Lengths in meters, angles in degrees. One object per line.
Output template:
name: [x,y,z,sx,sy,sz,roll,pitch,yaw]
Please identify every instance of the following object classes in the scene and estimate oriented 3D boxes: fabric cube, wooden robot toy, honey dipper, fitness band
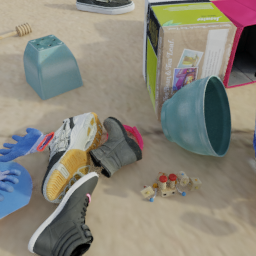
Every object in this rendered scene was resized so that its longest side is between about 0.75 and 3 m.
fabric cube: [3.725,-2.850,9.092,2.115,2.075,2.109,-13,44,-12]
wooden robot toy: [0.846,1.093,5.945,1.330,0.586,0.604,-8,32,-10]
honey dipper: [-5.025,-3.667,11.255,2.377,0.451,0.451,-32,51,-26]
fitness band: [-0.078,0.316,7.025,0.824,0.215,1.147,-16,45,-11]

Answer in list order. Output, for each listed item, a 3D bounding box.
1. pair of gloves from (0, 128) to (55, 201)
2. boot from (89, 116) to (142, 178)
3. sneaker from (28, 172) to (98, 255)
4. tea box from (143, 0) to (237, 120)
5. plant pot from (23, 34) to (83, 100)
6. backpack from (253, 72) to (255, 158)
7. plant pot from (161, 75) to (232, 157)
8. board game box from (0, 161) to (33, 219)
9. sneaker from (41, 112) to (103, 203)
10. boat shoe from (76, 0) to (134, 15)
pair of gloves: [-2.289,0.679,5.352,1.555,0.220,1.935,-6,41,42]
boot: [-0.467,0.377,6.476,1.021,0.529,1.564,-23,47,-21]
sneaker: [-0.877,1.691,5.221,0.911,0.649,1.836,23,53,21]
tea box: [1.435,-2.000,7.769,1.721,2.576,2.534,-5,43,-4]
plant pot: [-2.395,-1.987,8.616,1.415,1.446,1.419,-27,49,-26]
backpack: [3.808,0.127,5.580,2.941,2.266,2.801,15,26,23]
plant pot: [1.558,-0.236,6.646,1.235,1.843,1.843,-5,35,36]
board game box: [-3.052,1.481,5.593,2.227,0.433,1.759,-27,45,-34]
sneaker: [-1.410,0.636,6.334,1.068,0.921,2.436,-4,38,22]
boat shoe: [-1.152,-6.181,13.502,2.938,1.042,1.059,5,43,6]
